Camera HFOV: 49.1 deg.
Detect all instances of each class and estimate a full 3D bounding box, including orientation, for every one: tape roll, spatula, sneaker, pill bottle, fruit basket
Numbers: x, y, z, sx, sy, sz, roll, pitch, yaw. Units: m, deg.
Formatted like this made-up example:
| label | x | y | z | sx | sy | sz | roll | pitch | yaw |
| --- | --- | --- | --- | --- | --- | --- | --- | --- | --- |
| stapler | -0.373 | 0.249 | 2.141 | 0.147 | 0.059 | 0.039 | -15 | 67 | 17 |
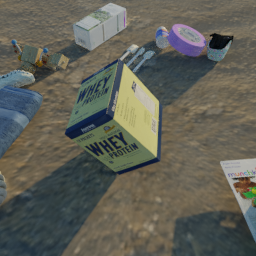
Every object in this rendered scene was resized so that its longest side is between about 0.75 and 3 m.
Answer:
| label | x | y | z | sx | sy | sz | roll | pitch | yaw |
| --- | --- | --- | --- | --- | --- | --- | --- | --- | --- |
| tape roll | 2.453 | -3.677 | 11.699 | 1.561 | 0.512 | 1.561 | 14 | 44 | -15 |
| spatula | 0.265 | -2.928 | 11.663 | 1.138 | 0.131 | 1.637 | 28 | 55 | 15 |
| sneaker | -4.368 | -1.597 | 10.206 | 1.917 | 0.720 | 0.777 | -8 | 62 | -3 |
| pill bottle | 1.496 | -3.997 | 12.260 | 0.568 | 0.568 | 1.014 | 1 | 50 | 0 |
| fruit basket | 4.056 | 1.719 | 6.853 | 2.706 | 1.369 | 2.921 | -4 | 46 | -3 |

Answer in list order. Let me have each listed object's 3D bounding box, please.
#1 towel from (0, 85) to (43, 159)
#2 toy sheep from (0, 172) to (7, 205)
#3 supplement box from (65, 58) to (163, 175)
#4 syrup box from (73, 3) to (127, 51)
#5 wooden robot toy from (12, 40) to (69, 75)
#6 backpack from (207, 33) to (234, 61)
| label | x | y | z | sx | sy | sz | roll | pitch | yaw |
| --- | --- | --- | --- | --- | --- | --- | --- | --- | --- |
| towel | -3.995 | -0.192 | 8.920 | 1.587 | 0.690 | 2.843 | 14 | 50 | 12 |
| toy sheep | -3.713 | 1.560 | 7.133 | 1.214 | 1.214 | 1.761 | -26 | 69 | -21 |
| supplement box | -0.246 | -0.271 | 7.734 | 1.447 | 2.153 | 2.155 | -24 | 40 | 31 |
| syrup box | -1.187 | -4.536 | 12.434 | 0.965 | 0.998 | 2.451 | 32 | 56 | 24 |
| wooden robot toy | -3.610 | -2.483 | 10.935 | 2.682 | 1.182 | 1.217 | 18 | 87 | 15 |
| backpack | 3.750 | -3.346 | 11.583 | 0.996 | 0.756 | 1.194 | 14 | 50 | 27 |
